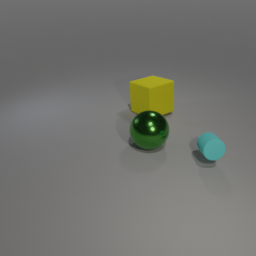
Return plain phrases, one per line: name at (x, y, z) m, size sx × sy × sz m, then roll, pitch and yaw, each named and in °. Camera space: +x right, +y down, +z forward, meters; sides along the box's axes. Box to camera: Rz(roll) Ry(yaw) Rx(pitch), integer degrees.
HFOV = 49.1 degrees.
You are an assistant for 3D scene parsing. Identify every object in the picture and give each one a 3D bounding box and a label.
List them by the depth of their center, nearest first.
cylinder at (2.619, 0.573, 8.871) m, size 0.700 × 0.700 × 0.700 m, roll -2°, pitch 19°, yaw -4°
ball at (0.752, 0.070, 9.874) m, size 1.400 × 1.400 × 1.400 m, roll 0°, pitch 29°, yaw 0°
cube at (1.046, -1.386, 12.322) m, size 1.400 × 1.400 × 1.400 m, roll -20°, pitch 29°, yaw -31°
